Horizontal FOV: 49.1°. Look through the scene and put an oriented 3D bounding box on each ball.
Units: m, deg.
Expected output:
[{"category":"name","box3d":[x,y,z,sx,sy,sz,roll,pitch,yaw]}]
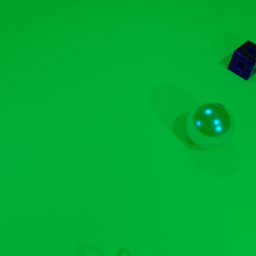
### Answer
[{"category":"ball","box3d":[1.988,-0.069,6.830,1.154,1.154,1.154,0,55,0]}]

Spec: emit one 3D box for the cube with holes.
[{"category":"cube with holes","box3d":[3.623,-2.050,8.497,0.727,0.727,0.727,-37,63,-23]}]
